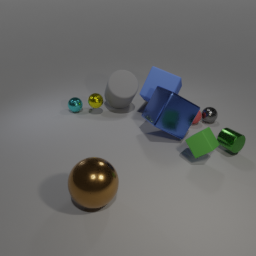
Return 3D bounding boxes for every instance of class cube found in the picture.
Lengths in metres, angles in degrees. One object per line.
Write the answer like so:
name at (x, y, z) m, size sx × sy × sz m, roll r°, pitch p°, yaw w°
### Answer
cube at (1.527, -1.754, 12.781) m, size 1.400 × 1.400 × 1.400 m, roll 25°, pitch 1°, yaw 13°
cube at (1.616, -0.618, 10.842) m, size 1.400 × 1.400 × 1.400 m, roll 25°, pitch 9°, yaw -24°
cube at (2.473, 0.481, 9.301) m, size 0.700 × 0.700 × 0.700 m, roll -33°, pitch -6°, yaw 36°

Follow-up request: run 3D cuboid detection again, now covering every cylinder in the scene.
cylinder at (-0.330, -1.768, 13.032) m, size 1.400 × 1.400 × 1.400 m, roll 3°, pitch 73°, yaw -11°
cylinder at (3.670, 0.431, 9.973) m, size 0.700 × 0.700 × 0.700 m, roll -16°, pitch 31°, yaw -27°

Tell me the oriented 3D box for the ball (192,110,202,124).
ball at (2.810, -0.534, 12.072) m, size 0.700 × 0.700 × 0.700 m, roll 0°, pitch 29°, yaw 0°

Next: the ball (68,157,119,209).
ball at (-0.953, 1.502, 7.738) m, size 1.400 × 1.400 × 1.400 m, roll 0°, pitch 29°, yaw 0°

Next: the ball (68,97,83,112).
ball at (-2.474, -1.094, 13.135) m, size 0.700 × 0.700 × 0.700 m, roll 0°, pitch 29°, yaw 0°

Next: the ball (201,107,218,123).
ball at (3.549, -0.572, 12.211) m, size 0.700 × 0.700 × 0.700 m, roll 0°, pitch 29°, yaw 0°

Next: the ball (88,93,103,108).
ball at (-1.470, -1.240, 12.744) m, size 0.700 × 0.700 × 0.700 m, roll 0°, pitch 29°, yaw 0°
